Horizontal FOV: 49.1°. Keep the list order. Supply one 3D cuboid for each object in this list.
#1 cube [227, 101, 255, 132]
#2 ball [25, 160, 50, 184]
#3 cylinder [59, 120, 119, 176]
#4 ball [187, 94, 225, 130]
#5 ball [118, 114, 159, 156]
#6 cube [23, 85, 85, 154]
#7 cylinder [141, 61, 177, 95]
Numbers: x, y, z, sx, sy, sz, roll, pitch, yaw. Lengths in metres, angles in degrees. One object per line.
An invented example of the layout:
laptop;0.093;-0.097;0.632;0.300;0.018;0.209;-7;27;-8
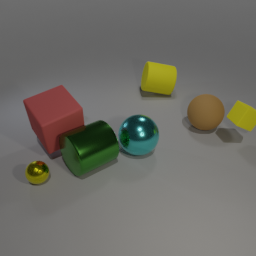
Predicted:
cube;4.019;-0.416;9.691;0.700;0.700;0.700;19;23;-23
ball;-2.715;1.326;8.390;0.700;0.700;0.700;0;31;0
cylinder;-1.229;0.613;8.850;1.400;1.400;1.400;-23;38;-32
ball;3.002;-0.612;10.833;1.400;1.400;1.400;0;31;0
ball;0.361;0.237;9.514;1.400;1.400;1.400;0;31;0
cube;-2.385;-0.301;9.249;1.400;1.400;1.400;-28;55;-25
cylinder;1.476;-2.413;13.615;1.400;1.400;1.400;8;30;-10
